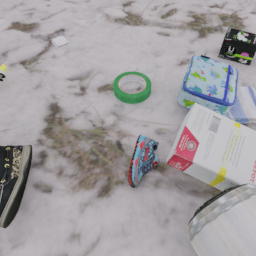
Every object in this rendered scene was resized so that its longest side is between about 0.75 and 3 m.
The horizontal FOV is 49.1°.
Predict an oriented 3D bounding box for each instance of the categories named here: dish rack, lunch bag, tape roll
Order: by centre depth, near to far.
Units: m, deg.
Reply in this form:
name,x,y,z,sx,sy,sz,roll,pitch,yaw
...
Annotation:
name,x,y,z,sx,sy,sz,roll,pitch,yaw
lunch bag,3.054,-1.589,10.444,2.017,1.035,2.509,22,48,6
tape roll,0.175,-1.657,11.342,1.544,0.371,1.544,0,51,0
dish rack,-3.247,-4.176,13.478,0.691,0.175,0.806,-28,58,-21

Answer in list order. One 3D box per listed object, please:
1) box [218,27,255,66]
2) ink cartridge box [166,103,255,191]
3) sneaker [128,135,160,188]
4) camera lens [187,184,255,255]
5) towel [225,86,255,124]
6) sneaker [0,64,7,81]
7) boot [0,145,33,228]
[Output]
name,x,y,z,sx,sy,sz,roll,pitch,yaw
box,4.953,-3.626,12.451,1.457,1.082,0.905,21,54,16
ink cartridge box,2.750,0.725,8.500,2.601,1.085,1.887,26,64,4
sneaker,0.563,1.055,8.943,0.908,0.753,1.900,14,56,4
camera lens,2.923,2.914,6.478,2.263,2.263,2.829,-21,53,-16
towel,3.734,-0.948,10.729,2.739,0.326,2.012,0,47,1
sneaker,-5.096,-2.229,11.201,1.204,0.470,0.543,-4,69,47
boot,-4.081,1.491,8.158,2.090,0.999,2.767,11,44,-11
